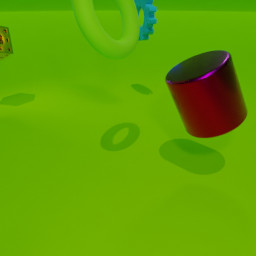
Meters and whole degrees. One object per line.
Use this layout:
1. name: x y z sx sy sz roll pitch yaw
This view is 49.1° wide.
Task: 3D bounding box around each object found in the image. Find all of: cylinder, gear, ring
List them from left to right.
1. ring: -0.359 -2.176 5.297 0.351 1.755 1.755 -7 17 37
2. gear: 0.465 -3.872 9.841 0.282 1.523 1.523 -11 27 -27
3. cylinder: 1.562 -0.674 5.589 1.291 1.291 1.291 -23 25 11

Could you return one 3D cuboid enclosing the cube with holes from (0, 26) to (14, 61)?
1. cube with holes: -4.530 -2.794 9.227 0.921 0.921 0.921 -10 1 33
